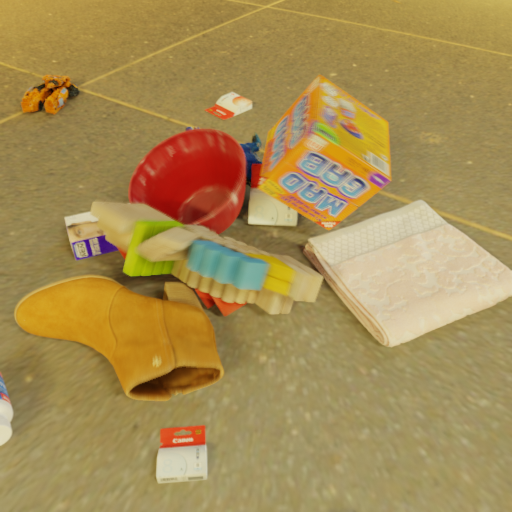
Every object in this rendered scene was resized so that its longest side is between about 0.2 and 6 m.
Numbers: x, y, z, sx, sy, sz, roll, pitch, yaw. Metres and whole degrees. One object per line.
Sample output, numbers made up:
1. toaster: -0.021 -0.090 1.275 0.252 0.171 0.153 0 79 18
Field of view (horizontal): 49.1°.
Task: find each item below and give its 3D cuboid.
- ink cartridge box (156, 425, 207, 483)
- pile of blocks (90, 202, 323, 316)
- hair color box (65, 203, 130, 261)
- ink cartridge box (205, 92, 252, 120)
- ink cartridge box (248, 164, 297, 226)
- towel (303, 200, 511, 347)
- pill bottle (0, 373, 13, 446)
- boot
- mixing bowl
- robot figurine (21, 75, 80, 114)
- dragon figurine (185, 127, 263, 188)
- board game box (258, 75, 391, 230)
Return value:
1. ink cartridge box: -0.991 2.612 7.508 0.645 0.190 0.805 -4 42 -4
2. pile of blocks: -0.966 0.269 9.111 3.888 1.208 1.596 19 15 11
3. hair color box: -2.851 -0.517 10.922 1.554 0.504 0.849 -16 44 -15
4. ink cartridge box: -0.766 -4.102 15.276 1.040 0.261 0.844 -29 48 -33
5. ink cartridge box: 0.356 -1.223 11.247 0.975 1.218 0.288 3 7 4
6. towel: 2.755 0.169 10.144 2.941 0.474 2.809 -18 44 -19
7. pill bottle: -3.756 2.096 7.780 0.626 0.626 1.115 -22 47 -23
8. boot: -2.082 1.257 8.334 2.989 1.052 2.140 -4 33 -15
9. mixing bowl: -1.147 -1.175 10.841 2.322 1.258 2.322 -8 57 13
10. robot figurine: -5.701 -4.507 15.524 1.332 0.535 1.837 4 41 2
11. dragon figurine: -0.285 -1.708 11.872 1.623 0.961 3.264 -26 58 -26
12. board game box: 1.267 -1.866 10.336 1.684 1.683 1.682 28 47 -21
